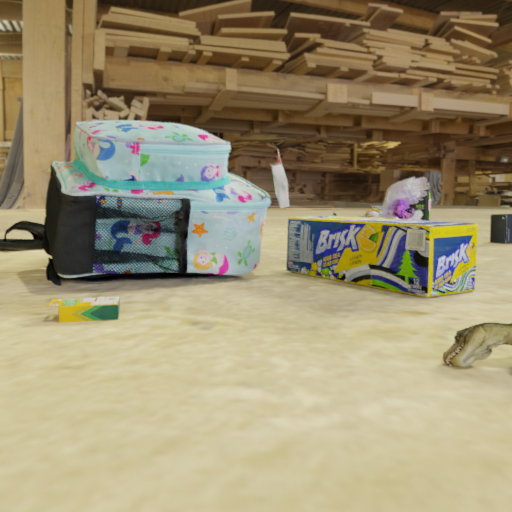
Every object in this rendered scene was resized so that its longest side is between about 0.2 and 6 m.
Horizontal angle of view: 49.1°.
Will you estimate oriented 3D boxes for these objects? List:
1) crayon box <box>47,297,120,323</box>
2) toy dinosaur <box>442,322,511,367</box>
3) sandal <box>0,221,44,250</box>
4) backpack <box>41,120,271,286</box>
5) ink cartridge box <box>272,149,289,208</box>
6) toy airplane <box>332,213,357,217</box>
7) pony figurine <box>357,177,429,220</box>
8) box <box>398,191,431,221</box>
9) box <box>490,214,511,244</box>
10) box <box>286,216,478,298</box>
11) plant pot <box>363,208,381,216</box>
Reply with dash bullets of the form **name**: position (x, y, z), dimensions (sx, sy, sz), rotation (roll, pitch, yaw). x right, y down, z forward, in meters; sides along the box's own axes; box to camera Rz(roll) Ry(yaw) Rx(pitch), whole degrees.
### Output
- **crayon box**: position (-1.798, 0.562, 5.884), dimensions (0.701, 0.181, 0.441), rotation (-1, 6, -12)
- **toy dinosaur**: position (2.459, 0.649, 4.015), dimensions (2.052, 0.487, 0.904), rotation (3, 0, -1)
- **sandal**: position (-5.064, -0.516, 13.346), dimensions (2.782, 0.666, 1.046), rotation (-5, 8, -38)
- **backpack**: position (-1.462, -0.823, 8.761), dimensions (3.273, 2.464, 2.905), rotation (7, 15, -25)
- **ink cartridge box**: position (0.342, -1.153, 8.415), dimensions (0.155, 0.610, 0.693), rotation (-14, -27, -1)
- **toy airplane**: position (2.161, -0.736, 14.130), dimensions (0.811, 0.572, 0.808), rotation (-14, 24, 18)
- **pony figurine**: position (3.216, -0.839, 13.497), dimensions (2.020, 1.743, 2.093), rotation (-7, 18, 27)
- **box**: position (4.042, -0.995, 14.524), dimensions (0.843, 1.357, 1.008), rotation (3, 7, 24)
- **box**: position (6.749, -0.727, 14.782), dimensions (1.046, 0.774, 0.546), rotation (-2, 6, -24)
- **box**: position (1.714, -0.085, 8.284), dimensions (1.024, 0.940, 2.922), rotation (-4, 8, -33)
- **plant pot**: position (3.594, -0.907, 16.595), dimensions (0.909, 0.909, 0.835), rotation (2, -5, 19)
